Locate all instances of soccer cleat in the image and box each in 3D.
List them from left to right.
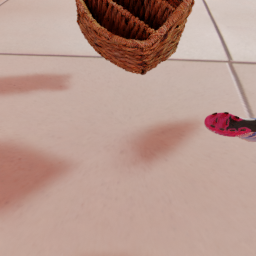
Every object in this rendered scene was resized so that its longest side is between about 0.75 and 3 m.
[{"bbox_3d":[1.800,0.043,4.420,1.180,0.509,0.412,5,60,14],"label":"soccer cleat"}]

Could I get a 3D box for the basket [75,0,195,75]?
[{"bbox_3d":[-0.031,-2.358,5.519,1.557,1.625,2.182,-37,71,-27],"label":"basket"}]
